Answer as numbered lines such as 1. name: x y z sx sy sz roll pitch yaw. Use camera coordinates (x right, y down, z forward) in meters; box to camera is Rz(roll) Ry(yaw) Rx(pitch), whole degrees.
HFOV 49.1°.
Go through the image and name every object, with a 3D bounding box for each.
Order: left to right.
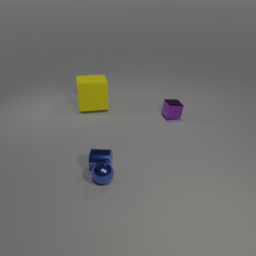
1. cube: -1.736 -1.719 13.611 1.400 1.400 1.400 -5 24 -9
2. cylinder: -0.905 1.052 9.404 0.700 0.700 0.700 3 29 5
3. ball: -0.790 1.405 8.774 0.700 0.700 0.700 0 29 0
4. cube: 2.031 -0.865 12.812 0.700 0.700 0.700 -1 31 -17
